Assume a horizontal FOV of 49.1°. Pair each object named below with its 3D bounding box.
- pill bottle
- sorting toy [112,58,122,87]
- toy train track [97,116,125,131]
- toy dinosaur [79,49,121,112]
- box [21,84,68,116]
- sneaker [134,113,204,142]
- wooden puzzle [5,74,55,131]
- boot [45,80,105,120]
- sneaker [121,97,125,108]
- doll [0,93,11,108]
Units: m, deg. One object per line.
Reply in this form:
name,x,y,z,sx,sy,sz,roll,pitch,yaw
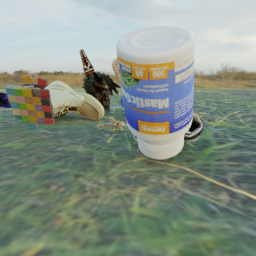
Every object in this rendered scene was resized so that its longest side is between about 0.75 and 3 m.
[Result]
pill bottle,0.499,-0.496,4.679,1.166,2.080,1.166,-5,38,4
sorting toy,0.686,-1.109,6.914,1.619,0.322,2.191,-10,-33,13
toy train track,-0.540,-0.044,8.220,1.077,0.618,0.175,-6,46,41
toy dinosaur,-1.422,-1.822,11.772,2.811,1.436,1.908,43,4,-29
box,-3.337,-1.091,11.189,1.696,1.197,0.669,-5,-10,-31
sneaker,0.841,0.018,5.916,1.496,0.569,1.081,-4,-10,3
wooden puzzle,-2.507,-0.587,7.249,1.089,1.837,0.129,6,43,3
boot,-2.274,-0.712,10.075,2.476,0.892,1.915,29,36,11
sneaker,1.013,-0.980,10.870,2.729,1.072,1.217,4,19,14
doll,-3.923,-0.852,8.558,1.749,0.424,1.193,11,-27,-26
